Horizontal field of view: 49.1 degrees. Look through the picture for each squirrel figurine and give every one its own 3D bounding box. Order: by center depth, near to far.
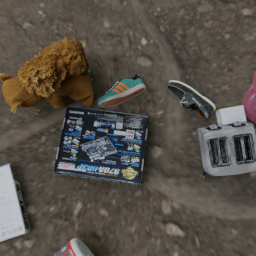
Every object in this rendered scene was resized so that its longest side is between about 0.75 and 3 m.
[{"bbox_3d":[-2.657,-1.601,8.910,2.773,2.971,2.103,-17,81,-13],"label":"squirrel figurine"}]

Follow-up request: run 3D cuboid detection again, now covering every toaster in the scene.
[{"bbox_3d":[3.151,0.712,8.928,1.611,1.057,1.781,-8,89,7],"label":"toaster"}]

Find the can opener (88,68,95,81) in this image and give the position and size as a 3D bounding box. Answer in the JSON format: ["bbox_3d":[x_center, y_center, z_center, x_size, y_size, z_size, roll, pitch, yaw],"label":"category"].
[{"bbox_3d":[-1.509,-1.725,10.297,0.274,0.344,1.028,19,76,5],"label":"can opener"}]

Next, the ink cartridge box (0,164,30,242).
[{"bbox_3d":[-4.582,2.601,9.047,2.287,0.501,2.308,-18,78,-5],"label":"ink cartridge box"}]

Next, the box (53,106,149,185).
[{"bbox_3d":[-0.842,0.588,9.487,2.914,0.670,2.316,7,75,2],"label":"box"}]

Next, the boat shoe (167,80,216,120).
[{"bbox_3d":[2.137,-1.017,9.878,1.901,0.683,0.643,38,77,11],"label":"boat shoe"}]

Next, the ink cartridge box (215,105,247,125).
[{"bbox_3d":[3.643,0.094,9.683,0.851,0.486,1.639,-10,87,-3],"label":"ink cartridge box"}]

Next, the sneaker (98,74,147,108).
[{"bbox_3d":[-0.298,-1.347,10.079,1.841,0.657,0.736,-24,73,-12],"label":"sneaker"}]

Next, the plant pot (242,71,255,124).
[{"bbox_3d":[4.843,-1.049,9.200,2.099,1.879,2.099,4,65,-8],"label":"plant pot"}]

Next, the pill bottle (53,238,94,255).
[{"bbox_3d":[-2.052,4.515,8.089,2.387,1.383,1.383,-40,79,-11],"label":"pill bottle"}]
